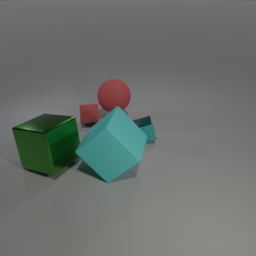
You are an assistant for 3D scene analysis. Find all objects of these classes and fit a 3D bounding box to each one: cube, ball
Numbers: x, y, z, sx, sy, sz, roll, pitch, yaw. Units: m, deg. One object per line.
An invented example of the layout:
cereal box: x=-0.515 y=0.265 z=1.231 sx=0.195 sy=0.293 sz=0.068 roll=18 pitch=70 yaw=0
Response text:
cube: x=-0.458 y=0.487 z=8.490 sx=1.400 sy=1.400 sz=1.400 roll=-37 pitch=15 yaw=27
ball: x=-0.580 y=-1.340 z=11.694 sx=1.400 sy=1.400 sz=1.400 roll=0 pitch=28 yaw=0
cube: x=-2.508 y=0.452 z=8.874 sx=1.400 sy=1.400 sz=1.400 roll=6 pitch=24 yaw=30
cube: x=-1.600 y=-0.607 z=11.518 sx=0.700 sy=0.700 sz=0.700 roll=-4 pitch=2 yaw=-15
cube: x=0.611 y=0.074 z=10.415 sx=0.700 sy=0.700 sz=0.700 roll=-16 pitch=27 yaw=8
